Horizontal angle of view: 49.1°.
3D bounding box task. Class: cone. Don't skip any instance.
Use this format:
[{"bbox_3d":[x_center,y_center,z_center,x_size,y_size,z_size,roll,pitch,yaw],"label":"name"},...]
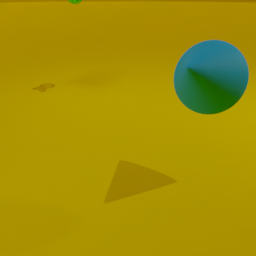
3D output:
[{"bbox_3d":[1.143,-0.869,4.458,1.325,1.325,1.330,15,10,27],"label":"cone"}]

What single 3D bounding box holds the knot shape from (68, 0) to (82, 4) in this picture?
[{"bbox_3d":[-1.562,-4.638,9.290,1.079,0.499,1.010,-45,16,-8],"label":"knot shape"}]
